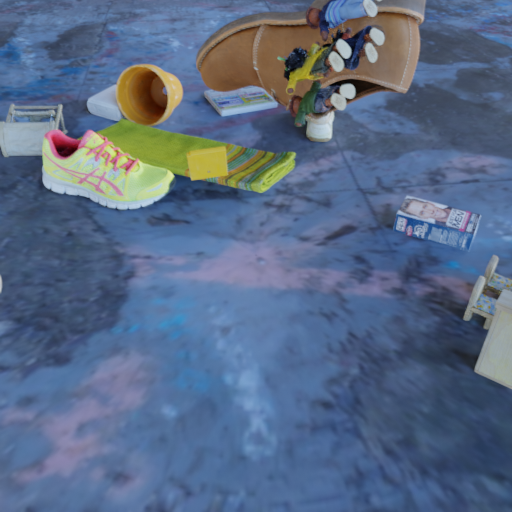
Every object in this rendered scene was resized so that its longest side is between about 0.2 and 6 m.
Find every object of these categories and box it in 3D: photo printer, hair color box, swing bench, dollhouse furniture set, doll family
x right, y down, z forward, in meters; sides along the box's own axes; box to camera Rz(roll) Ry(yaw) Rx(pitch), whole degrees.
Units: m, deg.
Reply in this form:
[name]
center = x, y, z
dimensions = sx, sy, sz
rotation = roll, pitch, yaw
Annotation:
[photo printer]
center = -3.253, -3.714, 13.417
dimensions = 1.026, 0.428, 1.233
rotation = 20, 44, 23
[hair color box]
center = 3.080, -0.565, 9.561
dimensions = 1.294, 0.392, 0.647
rotation = 17, 42, 20
[swing bench]
center = -4.730, -2.660, 11.891
dimensions = 1.113, 0.726, 1.119
rotation = -2, 39, -2
[dollhouse furniture set]
center = 3.662, 0.701, 7.331
dimensions = 1.611, 1.221, 1.838
rotation = 24, 45, 26
[doll family]
center = 0.671, -1.966, 5.396
dimensions = 0.871, 0.592, 1.508
rotation = 8, 60, 57

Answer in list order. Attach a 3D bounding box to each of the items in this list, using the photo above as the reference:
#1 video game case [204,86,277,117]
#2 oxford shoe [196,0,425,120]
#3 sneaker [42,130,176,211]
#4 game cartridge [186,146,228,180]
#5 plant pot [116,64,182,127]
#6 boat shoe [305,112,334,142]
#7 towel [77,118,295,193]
[video game case]
center = -0.395, -3.868, 13.829
dimensions = 1.451, 0.160, 1.321
rotation = -14, 41, -18
[oxford shoe]
center = 0.425, -2.449, 7.411
dimensions = 1.312, 1.311, 3.678
rotation = -5, 9, -42
[sneaker]
center = -2.793, -1.658, 10.257
dimensions = 2.700, 1.219, 1.055
rotation = 10, 38, 9
[game cartridge]
center = -0.518, -0.986, 5.973
dimensions = 0.413, 0.468, 0.076
rotation = -9, 64, -5
[plant pot]
center = -2.334, -3.734, 12.892
dimensions = 1.336, 1.336, 1.224
rotation = 12, 25, 15
[boat shoe]
center = 1.429, -3.343, 12.771
dimensions = 0.738, 0.665, 2.046
rotation = 2, 39, 3
[towel]
center = -1.444, -2.080, 11.181
dimensions = 4.203, 0.379, 1.809
rotation = 15, 29, 19
